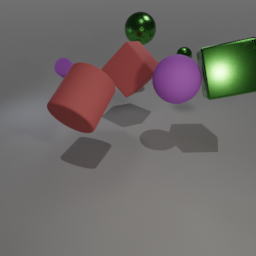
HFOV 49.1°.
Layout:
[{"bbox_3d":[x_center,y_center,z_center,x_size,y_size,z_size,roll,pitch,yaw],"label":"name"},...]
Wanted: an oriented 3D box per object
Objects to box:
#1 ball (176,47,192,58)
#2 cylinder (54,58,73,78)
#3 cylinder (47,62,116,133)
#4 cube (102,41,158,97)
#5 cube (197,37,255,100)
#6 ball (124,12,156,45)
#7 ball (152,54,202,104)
[{"bbox_3d":[2.497,-3.245,12.455,0.700,0.700,0.700,0,29,0],"label":"ball"},{"bbox_3d":[-2.442,-2.319,11.015,0.700,0.700,0.700,4,-4,8],"label":"cylinder"},{"bbox_3d":[-1.243,-0.801,7.628,1.400,1.400,1.400,15,65,25],"label":"cylinder"},{"bbox_3d":[0.175,-2.195,10.355,1.400,1.400,1.400,49,26,0],"label":"cube"},{"bbox_3d":[2.815,-1.651,7.987,1.400,1.400,1.400,-9,8,11],"label":"cube"},{"bbox_3d":[0.543,-4.379,12.371,1.400,1.400,1.400,0,29,0],"label":"ball"},{"bbox_3d":[1.404,-1.398,8.076,1.400,1.400,1.400,0,29,0],"label":"ball"}]
